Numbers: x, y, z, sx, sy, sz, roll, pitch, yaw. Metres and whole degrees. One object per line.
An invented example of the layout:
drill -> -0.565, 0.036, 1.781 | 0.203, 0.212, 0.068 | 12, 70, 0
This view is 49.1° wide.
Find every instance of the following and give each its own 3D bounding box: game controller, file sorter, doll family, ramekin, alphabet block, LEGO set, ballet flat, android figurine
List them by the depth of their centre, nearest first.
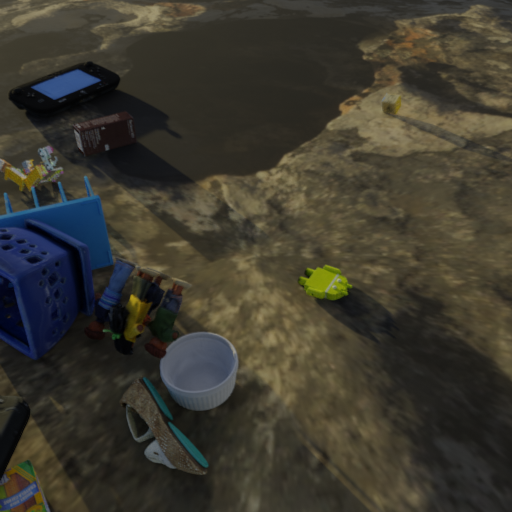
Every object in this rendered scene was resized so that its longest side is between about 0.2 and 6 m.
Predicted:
game controller -> -3.269, 2.363, 5.669 | 1.408, 0.568, 2.699 | -25, 20, 3
ballet flat -> -1.160, 2.134, 6.700 | 0.524, 0.566, 1.605 | -40, 45, -11
ramekin -> -0.730, 1.540, 7.326 | 1.002, 0.526, 1.002 | -1, 40, 1
doll family -> -1.704, 0.754, 7.691 | 0.847, 1.247, 2.158 | 20, -3, -26
android figurine -> 1.123, 0.443, 9.055 | 0.838, 0.172, 0.763 | 19, 42, 26
file sorter -> -3.519, -0.428, 9.291 | 1.873, 1.300, 1.149 | -16, 37, -19
LEGO set -> -4.588, -1.753, 11.527 | 1.702, 0.783, 0.633 | -3, 14, 34
alphabet block -> 3.468, -3.900, 14.357 | 0.373, 0.366, 0.364 | 18, 62, 29
game controller -> -5.075, -4.507, 15.029 | 1.525, 0.616, 2.923 | 23, 44, 27

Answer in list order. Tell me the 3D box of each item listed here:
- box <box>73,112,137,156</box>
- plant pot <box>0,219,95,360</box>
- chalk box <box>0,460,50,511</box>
box -> -3.443, -2.790, 12.809 | 1.292, 0.647, 0.484 | -24, 44, -26
plant pot -> -3.249, 0.356, 8.151 | 1.487, 1.487, 1.337 | 24, 39, 27
chalk box -> -2.425, 2.753, 5.728 | 0.614, 0.611, 0.987 | -22, 42, -25
